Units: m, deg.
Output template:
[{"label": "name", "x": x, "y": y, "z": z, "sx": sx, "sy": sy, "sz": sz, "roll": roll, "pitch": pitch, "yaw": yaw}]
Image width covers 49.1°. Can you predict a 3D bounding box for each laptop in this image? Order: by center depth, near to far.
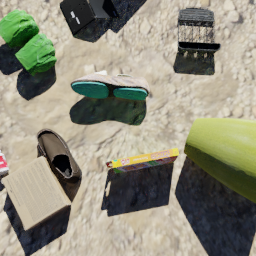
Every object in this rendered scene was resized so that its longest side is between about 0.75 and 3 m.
[{"label": "laptop", "x": -1.573, "y": -4.744, "z": 11.307, "sx": 1.825, "sy": 0.942, "sz": 1.617, "roll": -30, "pitch": 76, "yaw": 19}]

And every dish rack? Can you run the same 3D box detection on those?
[{"label": "dish rack", "x": 2.694, "y": -3.840, "z": 10.849, "sx": 1.621, "sy": 0.577, "sz": 2.114, "roll": 4, "pitch": 76, "yaw": 0}]

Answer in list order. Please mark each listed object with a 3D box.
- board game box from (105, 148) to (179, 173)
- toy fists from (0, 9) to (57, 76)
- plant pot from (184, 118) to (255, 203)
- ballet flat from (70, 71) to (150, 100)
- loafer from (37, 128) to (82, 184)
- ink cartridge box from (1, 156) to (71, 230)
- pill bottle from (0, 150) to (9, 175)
[{"label": "board game box", "x": 0.458, "y": 1.123, "z": 9.346, "sx": 2.359, "sy": 1.127, "sz": 0.354, "roll": -8, "pitch": 72, "yaw": -2}, {"label": "toy fists", "x": -3.720, "y": -3.254, "z": 10.551, "sx": 1.367, "sy": 0.922, "sz": 2.682, "roll": -38, "pitch": 81, "yaw": -1}, {"label": "plant pot", "x": 3.312, "y": 0.708, "z": 8.972, "sx": 2.748, "sy": 2.571, "sz": 2.571, "roll": 21, "pitch": 77, "yaw": 21}, {"label": "ballet flat", "x": -0.626, "y": -1.592, "z": 10.236, "sx": 2.849, "sy": 0.970, "sz": 0.958, "roll": 7, "pitch": 56, "yaw": -3}, {"label": "loafer", "x": -2.359, "y": 0.876, "z": 9.578, "sx": 0.824, "sy": 0.806, "sz": 2.259, "roll": -40, "pitch": 80, "yaw": -9}, {"label": "ink cartridge box", "x": -3.021, "y": 2.141, "z": 9.324, "sx": 1.542, "sy": 0.703, "sz": 1.871, "roll": -30, "pitch": 78, "yaw": -6}, {"label": "pill bottle", "x": -4.466, "y": 1.183, "z": 9.686, "sx": 0.465, "sy": 0.465, "sz": 0.828, "roll": -24, "pitch": 78, "yaw": -6}]
